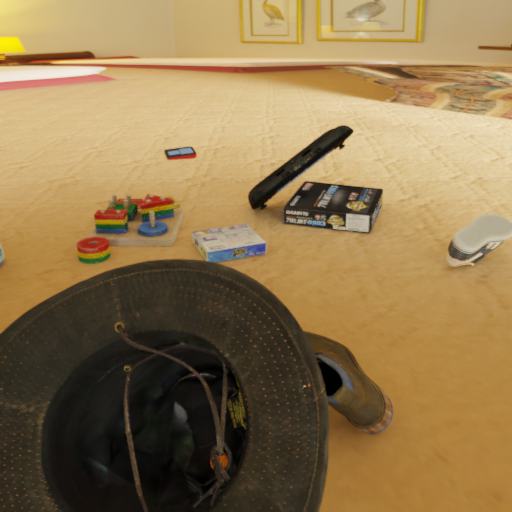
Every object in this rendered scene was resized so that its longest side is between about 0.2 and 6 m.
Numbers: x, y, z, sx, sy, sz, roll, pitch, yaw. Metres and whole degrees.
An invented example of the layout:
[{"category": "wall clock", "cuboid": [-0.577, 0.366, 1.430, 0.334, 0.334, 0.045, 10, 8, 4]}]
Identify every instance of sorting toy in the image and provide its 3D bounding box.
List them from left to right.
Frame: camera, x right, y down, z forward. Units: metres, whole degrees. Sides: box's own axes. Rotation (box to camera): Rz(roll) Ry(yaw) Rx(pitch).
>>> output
[{"category": "sorting toy", "cuboid": [-2.655, -0.923, 12.673, 1.838, 0.645, 3.813, 1, 25, 1]}]

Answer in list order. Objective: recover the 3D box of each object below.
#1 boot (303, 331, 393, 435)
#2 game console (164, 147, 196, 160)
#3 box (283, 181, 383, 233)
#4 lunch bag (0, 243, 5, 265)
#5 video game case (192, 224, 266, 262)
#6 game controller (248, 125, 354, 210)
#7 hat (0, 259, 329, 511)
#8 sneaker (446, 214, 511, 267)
[{"category": "boot", "cuboid": [0.807, 1.371, 7.145, 0.760, 0.986, 2.035, -52, 40, -3]}, {"category": "game console", "cuboid": [-2.510, -3.402, 18.519, 0.969, 0.170, 1.095, -6, 25, -13]}, {"category": "box", "cuboid": [1.891, -1.212, 13.472, 2.053, 0.514, 2.069, 9, 26, 17]}, {"category": "lunch bag", "cuboid": [-5.945, 0.089, 10.199, 1.847, 0.947, 2.297, 1, 24, 8]}, {"category": "video game case", "cuboid": [-0.581, -0.274, 11.690, 1.266, 0.288, 1.148, -9, 27, -19]}, {"category": "game controller", "cuboid": [1.035, -2.077, 13.341, 2.951, 0.621, 1.539, -38, 11, 0]}, {"category": "hat", "cuboid": [-1.011, 1.750, 5.657, 3.551, 3.551, 1.432, 5, -15, 10]}, {"category": "sneaker", "cuboid": [4.363, -0.299, 11.060, 1.739, 0.690, 0.682, -18, 54, -30]}]
